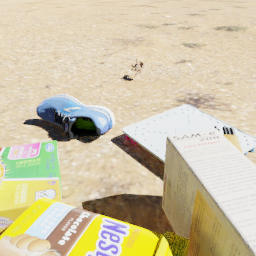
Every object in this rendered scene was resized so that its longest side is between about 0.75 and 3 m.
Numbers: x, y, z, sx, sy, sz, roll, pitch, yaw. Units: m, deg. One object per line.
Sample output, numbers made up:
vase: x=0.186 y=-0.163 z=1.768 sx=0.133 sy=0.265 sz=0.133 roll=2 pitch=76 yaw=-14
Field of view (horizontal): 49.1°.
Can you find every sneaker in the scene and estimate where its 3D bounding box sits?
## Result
sneaker: x=-1.723 y=-0.318 z=8.381 sx=2.521 sy=0.990 sz=1.124 roll=11 pitch=30 yaw=18

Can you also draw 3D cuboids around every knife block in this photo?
knife block: x=2.511 y=0.471 z=6.850 sx=1.284 sy=0.468 sz=1.462 roll=-22 pitch=36 yaw=-30

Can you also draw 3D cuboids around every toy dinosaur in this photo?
toy dinosaur: x=0.469 y=-2.620 z=12.242 sx=0.587 sy=0.865 sz=0.371 roll=15 pitch=-20 yaw=-39

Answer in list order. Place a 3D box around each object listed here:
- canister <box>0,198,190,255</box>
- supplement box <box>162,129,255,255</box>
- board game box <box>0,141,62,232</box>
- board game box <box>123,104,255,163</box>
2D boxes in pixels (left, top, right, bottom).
canister: x=-0.615 y=2.143 z=4.088 sx=2.615 sy=1.132 sz=1.942 roll=10 pitch=32 yaw=20
supplement box: x=1.565 y=1.528 z=4.405 sx=1.070 sy=1.835 sz=2.911 roll=-9 pitch=33 yaw=-13
board game box: x=-2.946 y=1.271 z=6.071 sx=2.893 sy=0.583 sz=2.214 roll=-8 pitch=31 yaw=-13
board game box: x=1.706 y=0.324 z=7.854 sx=2.743 sy=0.355 sz=2.743 roll=-21 pitch=38 yaw=-31
